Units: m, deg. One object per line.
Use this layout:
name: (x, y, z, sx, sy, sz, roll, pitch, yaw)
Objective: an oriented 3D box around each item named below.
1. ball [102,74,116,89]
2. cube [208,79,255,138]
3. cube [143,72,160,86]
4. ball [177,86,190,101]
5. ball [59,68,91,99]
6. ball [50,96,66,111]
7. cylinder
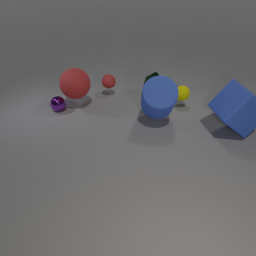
ball: (-0.959, -2.317, 13.955, 0.700, 0.700, 0.700, 0, 32, 0)
cube: (4.279, -0.758, 10.822, 1.400, 1.400, 1.400, 30, 22, -30)
cube: (1.312, -2.288, 14.257, 0.700, 0.700, 0.700, -19, 41, 42)
ball: (2.502, -1.609, 12.939, 0.700, 0.700, 0.700, 0, 32, 0)
ball: (-2.406, -2.015, 12.725, 1.400, 1.400, 1.400, 0, 32, 0)
ball: (-3.221, -1.118, 12.891, 0.700, 0.700, 0.700, 0, 32, 0)
cylinder: (1.244, -1.208, 11.387, 1.400, 1.400, 1.400, 0, 76, 0)
